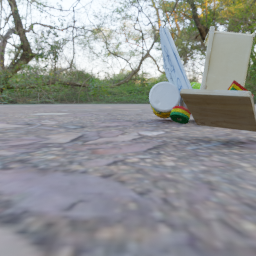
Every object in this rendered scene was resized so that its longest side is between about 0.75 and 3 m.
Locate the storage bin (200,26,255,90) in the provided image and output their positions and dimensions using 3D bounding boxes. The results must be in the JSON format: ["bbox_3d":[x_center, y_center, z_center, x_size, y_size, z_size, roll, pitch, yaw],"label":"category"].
[{"bbox_3d":[3.104,-1.659,9.595,1.319,2.815,2.795,8,8,9],"label":"storage bin"}]

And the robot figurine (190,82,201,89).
[{"bbox_3d":[2.799,-1.161,10.680,1.699,0.983,1.490,30,11,40],"label":"robot figurine"}]

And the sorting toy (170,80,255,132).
[{"bbox_3d":[1.846,-0.442,5.228,2.538,0.429,1.224,8,-24,36],"label":"sorting toy"}]

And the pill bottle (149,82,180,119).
[{"bbox_3d":[1.373,-0.943,10.508,1.087,1.087,1.928,1,-9,7],"label":"pill bottle"}]

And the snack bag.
[{"bbox_3d":[1.794,-1.847,10.309,0.312,2.752,2.919,-20,-19,3],"label":"snack bag"}]
